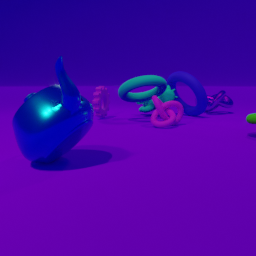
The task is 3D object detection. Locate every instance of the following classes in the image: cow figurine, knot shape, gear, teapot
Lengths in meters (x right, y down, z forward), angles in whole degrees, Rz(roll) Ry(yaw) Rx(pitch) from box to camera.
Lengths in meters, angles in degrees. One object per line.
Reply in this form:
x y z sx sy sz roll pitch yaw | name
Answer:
1.050 -1.010 10.177 1.332 0.743 1.354 -20 5 -6 | cow figurine
1.029 -0.389 7.818 1.071 0.495 1.003 30 52 -5 | knot shape
3.412 -1.050 10.985 1.469 0.679 1.374 -8 -3 10 | knot shape
-0.895 -0.884 9.518 0.195 1.055 1.055 4 10 18 | gear
-1.146 -0.159 4.185 1.247 0.982 2.006 -37 -8 -47 | teapot

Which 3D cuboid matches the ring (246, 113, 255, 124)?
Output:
3.210 -0.245 6.239 1.071 0.214 1.071 -7 3 0 | ring

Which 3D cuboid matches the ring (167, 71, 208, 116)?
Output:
2.074 -1.205 10.008 0.358 1.791 1.791 -37 25 -22 | ring

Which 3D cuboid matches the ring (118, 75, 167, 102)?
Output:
0.457 -1.195 8.750 1.547 0.309 1.547 -9 -16 -3 | ring
